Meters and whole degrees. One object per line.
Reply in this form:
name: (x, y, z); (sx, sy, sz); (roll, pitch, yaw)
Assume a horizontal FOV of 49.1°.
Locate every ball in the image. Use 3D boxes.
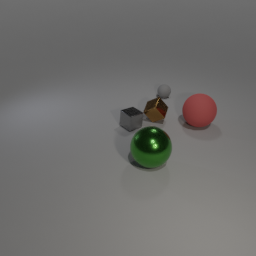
ball: (0.772, 0.639, 9.386); (1.400, 1.400, 1.400); (0, 30, 0)
ball: (1.860, -1.905, 14.413); (0.700, 0.700, 0.700); (0, 30, 0)
ball: (2.977, -0.735, 11.672); (1.400, 1.400, 1.400); (0, 30, 0)

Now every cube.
cube: (0.141, -0.388, 11.746); (0.700, 0.700, 0.700); (-19, 37, -36)
cube: (1.204, -0.786, 12.081); (0.700, 0.700, 0.700); (-19, 37, 41)
